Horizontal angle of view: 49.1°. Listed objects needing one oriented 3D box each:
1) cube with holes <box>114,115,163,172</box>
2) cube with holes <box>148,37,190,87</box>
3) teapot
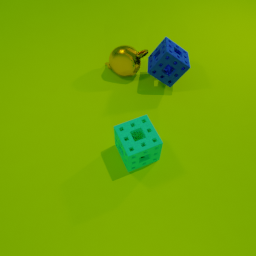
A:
[{"bbox_3d":[0.255,0.426,7.617,0.969,0.969,0.969,-20,59,-12],"label":"cube with holes"},{"bbox_3d":[1.279,-2.088,8.908,0.931,0.931,0.931,28,40,-21],"label":"cube with holes"},{"bbox_3d":[-0.116,-2.271,9.342,1.727,1.074,0.846,-12,34,26],"label":"teapot"}]
